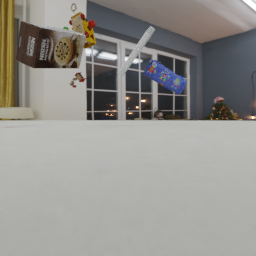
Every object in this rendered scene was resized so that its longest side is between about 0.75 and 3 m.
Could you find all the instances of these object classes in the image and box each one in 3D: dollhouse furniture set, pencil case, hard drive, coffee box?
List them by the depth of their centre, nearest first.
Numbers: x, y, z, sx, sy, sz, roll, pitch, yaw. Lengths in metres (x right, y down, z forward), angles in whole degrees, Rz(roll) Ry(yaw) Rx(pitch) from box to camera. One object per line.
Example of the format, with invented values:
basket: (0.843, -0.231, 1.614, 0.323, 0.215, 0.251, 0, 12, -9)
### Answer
coffee box: (-2.391, -2.568, 8.922, 0.841, 1.192, 2.108, 25, 22, 23)
hard drive: (0.339, -3.029, 11.053, 0.260, 1.948, 1.285, 35, 31, -7)
pencil case: (1.525, -2.102, 11.453, 1.840, 0.799, 0.718, 29, 0, -10)
dollhouse furniture set: (-2.363, -2.189, 13.081, 0.789, 0.424, 0.321, -45, -15, 35)

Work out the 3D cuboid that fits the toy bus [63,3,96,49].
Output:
toy bus: (-1.787, -3.960, 11.242, 1.416, 1.501, 0.776, 38, 24, 23)
